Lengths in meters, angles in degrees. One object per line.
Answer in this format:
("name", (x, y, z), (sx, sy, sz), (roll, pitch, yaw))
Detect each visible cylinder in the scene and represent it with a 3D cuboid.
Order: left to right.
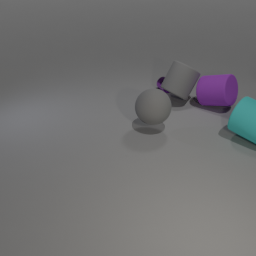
("cylinder", (1.995, -2.305, 14.944), (0.700, 0.700, 0.700), (-13, 32, -21))
("cylinder", (2.459, -2.233, 13.182), (1.400, 1.400, 1.400), (26, 10, -5))
("cylinder", (4.079, -1.720, 12.823), (1.400, 1.400, 1.400), (6, 26, 44))
("cylinder", (4.633, -0.242, 10.230), (1.400, 1.400, 1.400), (-26, 47, -38))

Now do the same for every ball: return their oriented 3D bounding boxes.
("ball", (0.966, -0.812, 10.753), (1.400, 1.400, 1.400), (0, 29, 0))
